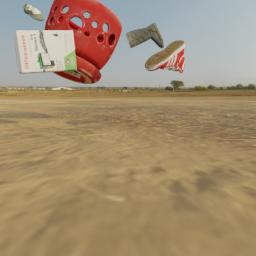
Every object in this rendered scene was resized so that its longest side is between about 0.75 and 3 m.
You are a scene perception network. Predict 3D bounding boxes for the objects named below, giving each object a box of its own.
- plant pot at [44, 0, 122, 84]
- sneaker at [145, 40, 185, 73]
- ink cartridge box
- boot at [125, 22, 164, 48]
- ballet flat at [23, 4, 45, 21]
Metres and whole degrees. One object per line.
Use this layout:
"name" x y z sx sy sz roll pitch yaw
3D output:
"plant pot" -1.708 -2.867 9.611 2.503 2.279 2.503 19 -7 2
"sneaker" 1.002 -1.609 7.157 1.357 0.763 0.483 -38 45 -24
"ink cartridge box" -2.082 -1.911 7.062 1.385 1.011 0.584 -11 13 -26
"boot" 0.473 -2.473 7.911 0.904 0.822 0.328 -25 -2 -5
"ballet flat" -3.110 -3.805 9.173 1.011 0.322 0.341 34 52 29
